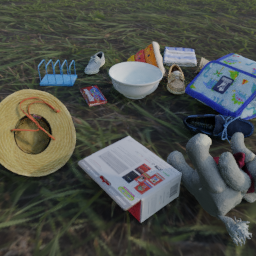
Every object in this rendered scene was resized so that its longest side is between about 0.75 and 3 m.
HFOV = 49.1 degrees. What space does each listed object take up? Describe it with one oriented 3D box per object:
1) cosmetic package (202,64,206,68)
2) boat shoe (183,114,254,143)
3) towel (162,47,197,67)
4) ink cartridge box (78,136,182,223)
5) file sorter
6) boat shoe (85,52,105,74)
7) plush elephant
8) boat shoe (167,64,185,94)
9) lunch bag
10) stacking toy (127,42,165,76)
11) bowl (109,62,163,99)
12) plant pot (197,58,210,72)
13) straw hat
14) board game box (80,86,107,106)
[{"bbox_3d":[3.805,-2.563,13.136,0.528,0.626,1.171,0,30,0],"label":"cosmetic package"},{"bbox_3d":[2.917,0.011,9.208,2.264,0.953,0.777,1,-5,22],"label":"boat shoe"},{"bbox_3d":[2.876,-4.022,15.638,1.810,0.293,2.464,5,35,6],"label":"towel"},{"bbox_3d":[-0.010,1.327,7.319,1.823,0.871,2.077,-24,41,-31],"label":"ink cartridge box"},{"bbox_3d":[-3.263,-2.595,12.991,1.525,0.936,1.058,1,34,3],"label":"file sorter"},{"bbox_3d":[-1.711,-3.375,14.319,0.689,0.704,1.976,9,35,12],"label":"boat shoe"},{"bbox_3d":[2.591,1.053,6.707,2.067,2.199,2.670,-30,72,-16],"label":"plush elephant"},{"bbox_3d":[2.146,-2.238,12.633,0.785,0.737,2.131,-1,34,-1],"label":"boat shoe"},{"bbox_3d":[4.046,-1.505,10.731,2.896,1.846,2.463,-29,44,-24],"label":"lunch bag"},{"bbox_3d":[0.517,-3.010,13.455,2.319,1.695,1.695,-15,33,10],"label":"stacking toy"},{"bbox_3d":[0.301,-1.920,11.883,2.255,1.013,2.255,3,36,-2],"label":"bowl"},{"bbox_3d":[3.883,-3.048,13.903,0.715,0.781,0.781,18,37,7],"label":"plant pot"},{"bbox_3d":[-2.924,0.250,8.538,2.629,1.113,2.629,11,68,-28],"label":"straw hat"},{"bbox_3d":[-1.491,-1.391,11.933,0.776,0.147,1.508,-14,37,-18],"label":"board game box"}]
